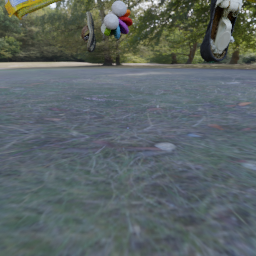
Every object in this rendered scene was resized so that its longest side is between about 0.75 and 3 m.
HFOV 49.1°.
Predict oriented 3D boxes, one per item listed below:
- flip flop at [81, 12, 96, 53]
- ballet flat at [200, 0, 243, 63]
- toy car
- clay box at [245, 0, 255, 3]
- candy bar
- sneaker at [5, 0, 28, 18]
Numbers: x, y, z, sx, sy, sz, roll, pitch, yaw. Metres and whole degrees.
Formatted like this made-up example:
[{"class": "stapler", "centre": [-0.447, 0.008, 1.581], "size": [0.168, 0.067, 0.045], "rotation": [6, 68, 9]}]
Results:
[{"class": "flip flop", "centre": [-1.408, -3.331, 9.761], "size": [0.459, 1.593, 0.646], "rotation": [-7, -16, 1]}, {"class": "ballet flat", "centre": [2.842, -3.224, 8.151], "size": [1.012, 2.770, 1.012], "rotation": [8, 26, -4]}, {"class": "toy car", "centre": [-0.413, -4.515, 12.035], "size": [1.142, 1.522, 1.332], "rotation": [30, -10, -11]}, {"class": "clay box", "centre": [2.613, -3.170, 5.724], "size": [1.844, 1.059, 0.439], "rotation": [27, 65, 27]}, {"class": "candy bar", "centre": [-1.215, -3.037, 5.783], "size": [2.953, 0.736, 0.327], "rotation": [-35, 11, -24]}, {"class": "sneaker", "centre": [-2.308, -3.051, 6.550], "size": [0.982, 0.708, 1.869], "rotation": [27, -15, -6]}]
